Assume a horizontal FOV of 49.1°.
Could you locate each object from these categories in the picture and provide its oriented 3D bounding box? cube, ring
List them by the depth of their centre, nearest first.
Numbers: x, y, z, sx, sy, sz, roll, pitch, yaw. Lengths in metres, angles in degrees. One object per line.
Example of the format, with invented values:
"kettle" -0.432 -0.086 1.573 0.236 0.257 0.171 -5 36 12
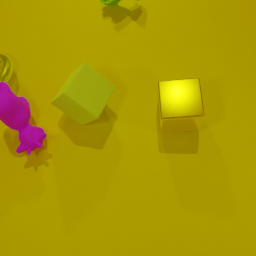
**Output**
"cube" -1.110 -0.814 6.962 0.998 0.998 0.998 37 64 -20
"cube" 1.287 -0.537 7.029 1.023 1.023 1.023 -4 70 5
"ring" -3.743 -1.456 7.603 1.407 0.281 1.407 -9 62 17

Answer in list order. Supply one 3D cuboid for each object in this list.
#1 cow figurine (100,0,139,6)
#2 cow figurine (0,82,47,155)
"cow figurine" -0.181 -4.037 8.411 1.083 1.100 0.604 3 74 -35
"cow figurine" -2.639 -0.182 6.673 0.836 1.524 1.499 -32 57 1
